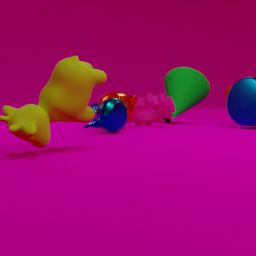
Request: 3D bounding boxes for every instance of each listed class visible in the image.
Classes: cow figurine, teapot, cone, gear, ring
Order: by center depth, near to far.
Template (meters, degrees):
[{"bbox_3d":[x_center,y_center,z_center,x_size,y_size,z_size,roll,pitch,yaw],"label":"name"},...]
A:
[{"bbox_3d":[-0.850,-0.320,3.225,0.609,1.109,1.091,34,21,30],"label":"cow figurine"},{"bbox_3d":[-0.418,-0.259,6.027,0.590,0.749,1.205,6,32,44],"label":"teapot"},{"bbox_3d":[-0.394,-0.486,7.011,1.496,0.930,0.733,-21,-23,26],"label":"teapot"},{"bbox_3d":[0.610,-0.507,8.125,1.474,0.273,1.474,-7,-24,-3],"label":"gear"},{"bbox_3d":[1.777,-0.900,9.581,1.664,1.664,1.671,3,47,31],"label":"cone"},{"bbox_3d":[1.180,-0.640,10.188,0.222,1.109,1.109,-39,-2,10],"label":"ring"}]

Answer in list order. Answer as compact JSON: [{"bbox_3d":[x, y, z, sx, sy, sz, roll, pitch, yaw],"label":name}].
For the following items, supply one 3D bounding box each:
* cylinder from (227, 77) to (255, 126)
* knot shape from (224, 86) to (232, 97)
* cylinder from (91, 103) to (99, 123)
[{"bbox_3d":[3.591,-0.680,7.577,1.272,1.272,1.272,2,3,-27],"label":"cylinder"},{"bbox_3d":[4.190,-1.119,9.353,1.505,0.743,1.608,-22,37,-31],"label":"knot shape"},{"bbox_3d":[-0.852,-0.477,9.330,0.705,0.705,0.705,-1,4,-17],"label":"cylinder"}]
